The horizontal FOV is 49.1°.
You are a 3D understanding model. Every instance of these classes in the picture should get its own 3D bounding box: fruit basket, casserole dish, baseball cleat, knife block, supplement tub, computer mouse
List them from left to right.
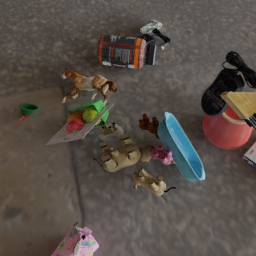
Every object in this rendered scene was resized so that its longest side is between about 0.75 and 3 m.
[{"bbox_3d":[-1.791,-0.096,10.730,2.089,1.057,2.256,-11,34,36],"label":"fruit basket"},{"bbox_3d":[-0.039,-3.551,13.189,2.636,1.410,1.410,8,56,6],"label":"supplement tub"},{"bbox_3d":[1.131,-5.472,15.110,1.365,0.476,0.726,-18,51,-23],"label":"baseball cleat"},{"bbox_3d":[1.152,-4.275,14.288,2.102,0.484,1.476,-35,65,-28],"label":"computer mouse"},{"bbox_3d":[1.844,0.724,9.958,2.757,0.535,1.670,57,24,-7],"label":"casserole dish"},{"bbox_3d":[3.181,-1.213,8.895,0.558,2.115,1.465,-16,61,-42],"label":"computer mouse"},{"bbox_3d":[3.010,-0.446,7.331,1.134,0.363,0.996,0,94,-8],"label":"knife block"}]

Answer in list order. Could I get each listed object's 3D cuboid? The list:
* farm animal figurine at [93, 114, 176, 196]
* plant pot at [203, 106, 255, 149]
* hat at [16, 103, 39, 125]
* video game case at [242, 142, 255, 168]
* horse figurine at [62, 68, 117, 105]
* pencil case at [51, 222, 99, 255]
[{"bbox_3d":[0.270,1.088,10.101,2.883,1.520,2.915,-5,54,13],"label":"farm animal figurine"},{"bbox_3d":[3.955,-0.374,10.725,1.935,1.712,1.935,-2,64,3],"label":"plant pot"},{"bbox_3d":[-4.334,-0.547,11.959,0.927,0.816,0.768,2,27,-34],"label":"hat"},{"bbox_3d":[5.479,1.057,10.750,1.486,0.294,1.639,39,64,23],"label":"video game case"},{"bbox_3d":[-1.720,-1.833,12.417,2.791,0.697,1.850,3,50,11],"label":"horse figurine"},{"bbox_3d":[-1.935,4.153,8.188,1.147,1.147,2.623,30,62,18],"label":"pencil case"}]
